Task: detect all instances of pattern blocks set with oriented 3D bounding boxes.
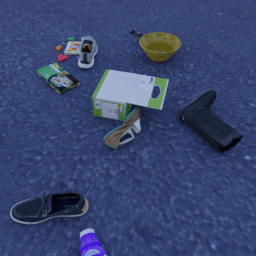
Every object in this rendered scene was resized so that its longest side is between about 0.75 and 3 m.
[{"bbox_3d":[-2.890,-4.331,15.188,2.004,0.185,2.280,-6,46,-6],"label":"pattern blocks set"}]

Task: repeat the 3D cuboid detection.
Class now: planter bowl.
[{"bbox_3d":[1.616,-4.041,14.424,2.113,0.880,2.113,0,46,0],"label":"planter bowl"}]

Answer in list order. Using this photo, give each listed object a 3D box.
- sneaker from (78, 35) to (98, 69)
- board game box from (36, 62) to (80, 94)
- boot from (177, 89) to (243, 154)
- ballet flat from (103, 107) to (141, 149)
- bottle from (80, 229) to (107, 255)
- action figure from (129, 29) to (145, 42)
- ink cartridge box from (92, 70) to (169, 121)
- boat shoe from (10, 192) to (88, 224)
[{"bbox_3d":[-2.022,-4.090,14.326,0.903,0.969,2.444,4,49,-6],"label":"sneaker"},{"bbox_3d":[-3.336,-2.401,13.310,1.126,0.252,2.149,-33,54,-25],"label":"board game box"},{"bbox_3d":[3.453,-0.343,10.893,2.018,0.804,2.449,-34,50,-15],"label":"boot"},{"bbox_3d":[-0.007,0.056,10.711,0.775,0.727,2.143,40,56,8],"label":"ballet flat"},{"bbox_3d":[-0.879,3.549,7.357,0.733,0.573,1.756,-14,48,-11],"label":"bottle"},{"bbox_3d":[0.615,-5.066,15.615,1.180,0.602,0.701,14,-1,-41],"label":"action figure"},{"bbox_3d":[0.133,-1.289,11.683,2.775,1.051,2.051,11,47,9],"label":"ink cartridge box"},{"bbox_3d":[-2.378,2.336,8.436,2.310,0.719,0.862,-5,48,-3],"label":"boat shoe"}]
